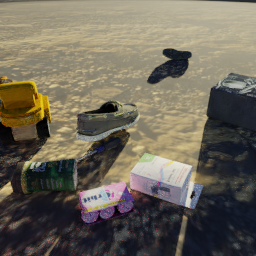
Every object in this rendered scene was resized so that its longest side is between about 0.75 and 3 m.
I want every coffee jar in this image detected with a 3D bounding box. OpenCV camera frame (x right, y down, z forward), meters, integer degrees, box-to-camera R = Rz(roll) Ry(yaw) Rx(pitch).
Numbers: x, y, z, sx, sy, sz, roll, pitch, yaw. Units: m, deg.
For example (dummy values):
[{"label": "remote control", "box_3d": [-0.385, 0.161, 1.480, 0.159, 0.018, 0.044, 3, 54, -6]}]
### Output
[{"label": "coffee jar", "box_3d": [-2.050, 1.188, 6.934, 1.536, 0.655, 0.801, -3, 31, -5]}]

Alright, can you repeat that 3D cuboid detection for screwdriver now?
[{"label": "screwdriver", "box_3d": [-1.026, 0.726, 8.029, 2.181, 0.304, 0.317, -25, 9, -41]}]

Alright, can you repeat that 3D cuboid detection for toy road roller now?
[{"label": "toy road roller", "box_3d": [-3.392, -0.771, 9.087, 1.547, 1.838, 2.518, -8, 31, -14]}]

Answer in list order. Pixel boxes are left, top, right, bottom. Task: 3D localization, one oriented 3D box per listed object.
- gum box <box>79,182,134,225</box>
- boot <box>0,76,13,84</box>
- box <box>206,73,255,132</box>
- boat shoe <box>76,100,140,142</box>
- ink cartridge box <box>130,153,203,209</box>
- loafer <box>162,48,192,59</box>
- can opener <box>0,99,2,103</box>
[{"label": "gum box", "box_3d": [-0.522, 1.692, 6.338, 1.174, 0.388, 0.666, -11, 32, -17]}, {"label": "boot", "box_3d": [-5.765, -2.287, 13.200, 0.779, 0.274, 0.558, -8, 37, -1]}, {"label": "box", "box_3d": [4.214, -0.990, 10.100, 2.001, 1.240, 1.968, 21, 38, 31]}, {"label": "boat shoe", "box_3d": [-0.540, -0.408, 9.089, 1.018, 0.851, 2.848, 15, 26, 34]}, {"label": "ink cartridge box", "box_3d": [0.979, 1.263, 6.904, 1.634, 0.550, 0.957, 14, 33, 22]}, {"label": "loafer", "box_3d": [2.863, -4.324, 16.520, 1.739, 0.625, 0.547, 7, 10, 0]}, {"label": "can opener", "box_3d": [-5.183, -1.126, 11.145, 1.433, 0.377, 0.476, -19, 36, -29]}]
